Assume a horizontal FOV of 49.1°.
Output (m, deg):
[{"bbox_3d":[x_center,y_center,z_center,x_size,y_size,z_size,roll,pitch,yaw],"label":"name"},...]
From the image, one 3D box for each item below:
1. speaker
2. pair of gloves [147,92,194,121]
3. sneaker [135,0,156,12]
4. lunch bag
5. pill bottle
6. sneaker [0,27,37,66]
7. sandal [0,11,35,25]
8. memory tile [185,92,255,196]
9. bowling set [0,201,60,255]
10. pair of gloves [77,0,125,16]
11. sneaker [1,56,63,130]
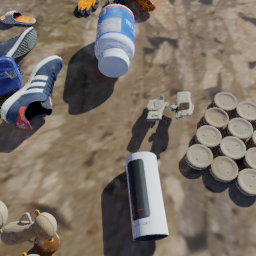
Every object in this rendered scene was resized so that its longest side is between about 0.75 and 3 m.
[{"bbox_3d":[0.410,1.586,6.544,0.794,0.794,1.957,-4,59,-3],"label":"speaker"},{"bbox_3d":[1.168,-0.571,7.815,1.287,0.226,1.094,-7,41,11],"label":"pair of gloves"},{"bbox_3d":[0.504,-5.123,10.823,0.688,0.651,1.784,-31,65,-24],"label":"sneaker"},{"bbox_3d":[-3.780,-1.443,8.105,1.503,1.021,0.994,-20,25,-11],"label":"lunch bag"},{"bbox_3d":[-0.412,-2.759,8.975,1.263,1.263,2.251,1,59,0],"label":"pill bottle"},{"bbox_3d":[-4.038,-2.822,9.314,1.389,0.731,1.923,22,62,10],"label":"sneaker"},{"bbox_3d":[-4.083,-4.126,10.340,1.311,0.376,0.502,6,58,4],"label":"sandal"},{"bbox_3d":[2.947,0.303,7.669,2.121,0.232,2.767,26,62,15],"label":"memory tile"},{"bbox_3d":[-1.691,2.284,5.192,1.560,2.022,2.905,-21,95,24],"label":"bowling set"},{"bbox_3d":[-1.036,-4.785,10.853,1.751,0.217,1.560,15,59,8],"label":"pair of gloves"},{"bbox_3d":[-2.449,-0.992,8.127,1.054,0.935,2.494,27,70,13],"label":"sneaker"}]
